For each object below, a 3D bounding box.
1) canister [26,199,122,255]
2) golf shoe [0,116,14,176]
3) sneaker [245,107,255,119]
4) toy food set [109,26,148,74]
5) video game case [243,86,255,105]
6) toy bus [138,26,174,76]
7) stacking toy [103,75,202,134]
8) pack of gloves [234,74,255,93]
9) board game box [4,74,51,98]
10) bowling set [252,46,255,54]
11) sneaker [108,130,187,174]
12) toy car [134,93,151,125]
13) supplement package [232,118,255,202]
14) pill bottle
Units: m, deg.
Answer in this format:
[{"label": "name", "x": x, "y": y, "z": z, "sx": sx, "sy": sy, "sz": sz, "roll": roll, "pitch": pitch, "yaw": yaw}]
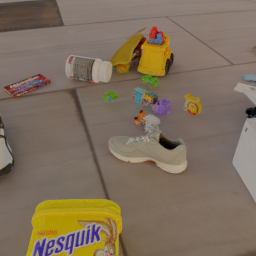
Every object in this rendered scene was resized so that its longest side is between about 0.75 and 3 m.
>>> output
[{"label": "canister", "x": -1.041, "y": 2.681, "z": 5.203, "sx": 1.869, "sy": 1.089, "sz": 2.517, "roll": -1, "pitch": 40, "yaw": -1}, {"label": "golf shoe", "x": -4.101, "y": 0.230, "z": 8.053, "sx": 1.130, "sy": 1.373, "sz": 2.906, "roll": -18, "pitch": 44, "yaw": -23}, {"label": "sneaker", "x": 4.295, "y": -0.125, "z": 9.179, "sx": 0.652, "sy": 0.587, "sz": 1.674, "roll": -2, "pitch": 35, "yaw": 13}, {"label": "toy food set", "x": 0.203, "y": -3.368, "z": 12.700, "sx": 1.691, "sy": 0.939, "sz": 2.874, "roll": -18, "pitch": 33, "yaw": 44}, {"label": "video game case", "x": 5.020, "y": -0.632, "z": 9.251, "sx": 1.842, "sy": 0.240, "sz": 2.024, "roll": -4, "pitch": 49, "yaw": -31}, {"label": "toy bus", "x": 1.273, "y": -3.510, "z": 12.301, "sx": 1.363, "sy": 1.928, "sz": 2.009, "roll": 12, "pitch": 38, "yaw": 16}, {"label": "stacking toy", "x": 0.817, "y": -0.931, "z": 10.124, "sx": 2.242, "sy": 0.699, "sz": 2.974, "roll": -27, "pitch": 44, "yaw": -32}, {"label": "pack of gloves", "x": 5.555, "y": -1.773, "z": 11.331, "sx": 2.025, "sy": 0.399, "sz": 1.701, "roll": 21, "pitch": 44, "yaw": 24}, {"label": "board game box", "x": -4.114, "y": -1.761, "z": 11.502, "sx": 0.853, "sy": 0.161, "sz": 1.658, "roll": 31, "pitch": 48, "yaw": 34}, {"label": "bowling set", "x": 7.051, "y": -4.160, "z": 13.869, "sx": 1.494, "sy": 1.040, "sz": 0.802, "roll": 10, "pitch": 38, "yaw": 6}, {"label": "sneaker", "x": 0.561, "y": 0.440, "z": 7.985, "sx": 2.371, "sy": 1.090, "sz": 0.897, "roll": 12, "pitch": 40, "yaw": 15}, {"label": "toy car", "x": 0.496, "y": -0.526, "z": 9.160, "sx": 0.387, "sy": 1.162, "sz": 0.570, "roll": 34, "pitch": 59, "yaw": 19}, {"label": "supplement package", "x": 4.468, "y": 0.749, "z": 7.134, "sx": 2.812, "sy": 1.650, "sz": 1.644, "roll": -4, "pitch": 39, "yaw": -5}, {"label": "pill bottle", "x": -1.622, "y": -2.445, "z": 11.696, "sx": 1.739, "sy": 0.991, "sz": 0.991, "roll": 12, "pitch": 40, "yaw": 13}]
